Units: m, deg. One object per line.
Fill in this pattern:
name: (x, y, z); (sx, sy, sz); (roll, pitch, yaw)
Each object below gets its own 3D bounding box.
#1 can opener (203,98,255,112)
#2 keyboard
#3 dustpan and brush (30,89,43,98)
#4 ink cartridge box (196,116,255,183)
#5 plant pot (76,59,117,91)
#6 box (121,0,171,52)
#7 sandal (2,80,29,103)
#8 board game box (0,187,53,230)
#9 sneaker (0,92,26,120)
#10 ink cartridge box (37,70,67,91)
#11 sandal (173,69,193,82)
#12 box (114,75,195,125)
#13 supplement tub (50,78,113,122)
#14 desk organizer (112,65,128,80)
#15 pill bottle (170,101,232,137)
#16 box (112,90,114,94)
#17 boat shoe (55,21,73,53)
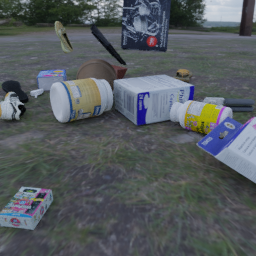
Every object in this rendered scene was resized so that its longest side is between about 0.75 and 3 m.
can opener: (4.313, -1.058, 12.195); (2.219, 0.584, 0.737); (2, 23, 5)
keyboard: (-0.947, -3.664, 12.311); (0.359, 1.682, 2.801); (-39, -10, 7)
dustpan and brush: (-4.664, -1.733, 14.244); (0.677, 0.278, 0.971); (-14, 19, -6)
ink cartridge box: (3.547, 0.530, 7.624); (2.591, 0.561, 2.544); (35, 38, 21)
plant pot: (-1.489, -2.003, 13.007); (1.935, 1.935, 1.688); (-1, 35, -2)
box: (0.733, -4.295, 11.622); (1.913, 2.101, 1.094); (4, 11, 4)
sandal: (-5.643, -1.711, 13.903); (0.900, 0.573, 2.395); (-14, 40, -31)
board game box: (-2.192, 1.722, 6.113); (0.740, 0.322, 1.003); (3, 24, 8)
sneaker: (-4.735, -0.845, 11.703); (0.961, 0.830, 2.193); (11, 23, -15)
ink cartridge box: (-4.284, -2.793, 15.963); (1.457, 0.815, 2.136); (-3, 22, -8)
sandal: (3.442, -3.347, 17.352); (1.016, 0.683, 2.530); (10, 25, 21)
box: (1.006, -1.258, 11.674); (2.569, 1.348, 2.363); (-11, 25, -22)
supplement tub: (-1.844, -1.155, 11.186); (2.146, 1.553, 1.553); (-14, 27, -30)
desk organizer: (-1.305, -3.317, 16.948); (1.058, 0.985, 2.747); (-18, 29, -40)
pill bottle: (2.580, -0.390, 10.048); (2.036, 1.061, 1.061); (15, 28, 32)
box: (-1.080, -2.174, 14.522); (0.691, 0.783, 0.378); (-2, 24, -7)
boat shoe: (-2.513, -3.610, 11.080); (0.389, 1.235, 0.451); (-7, 18, 25)
